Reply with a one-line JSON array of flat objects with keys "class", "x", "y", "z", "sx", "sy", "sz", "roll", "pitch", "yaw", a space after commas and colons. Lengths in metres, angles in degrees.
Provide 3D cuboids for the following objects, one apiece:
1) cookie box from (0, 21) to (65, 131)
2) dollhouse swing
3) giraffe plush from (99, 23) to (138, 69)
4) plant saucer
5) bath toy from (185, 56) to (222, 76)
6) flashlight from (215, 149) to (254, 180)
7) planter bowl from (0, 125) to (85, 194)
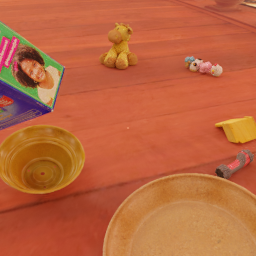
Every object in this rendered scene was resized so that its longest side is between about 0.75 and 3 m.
[{"class": "cookie box", "x": -2.549, "y": -0.900, "z": 4.107, "sx": 2.050, "sy": 2.396, "sz": 0.901, "roll": -14, "pitch": 58, "yaw": 36}, {"class": "dollhouse swing", "x": 2.999, "y": 0.077, "z": 7.823, "sx": 0.848, "sy": 0.745, "sz": 0.771, "roll": -15, "pitch": 79, "yaw": -22}, {"class": "giraffe plush", "x": -0.309, "y": -3.556, "z": 11.833, "sx": 1.635, "sy": 1.536, "sz": 1.895, "roll": 15, "pitch": 38, "yaw": 21}, {"class": "plant saucer", "x": 1.031, "y": 1.945, "z": 4.512, "sx": 2.835, "sy": 0.502, "sz": 2.835, "roll": -8, "pitch": 37, "yaw": 7}, {"class": "bath toy", "x": 2.996, "y": -2.457, "z": 11.131, "sx": 1.506, "sy": 0.557, "sz": 0.655, "roll": 28, "pitch": 78, "yaw": 35}, {"class": "flashlight", "x": 2.478, "y": 0.836, "z": 6.546, "sx": 1.069, "sy": 0.363, "sz": 0.362, "roll": -20, "pitch": 38, "yaw": -27}, {"class": "planter bowl", "x": -1.865, "y": 0.819, "z": 6.091, "sx": 1.788, "sy": 0.745, "sz": 1.788, "roll": 8, "pitch": 45, "yaw": -8}]
